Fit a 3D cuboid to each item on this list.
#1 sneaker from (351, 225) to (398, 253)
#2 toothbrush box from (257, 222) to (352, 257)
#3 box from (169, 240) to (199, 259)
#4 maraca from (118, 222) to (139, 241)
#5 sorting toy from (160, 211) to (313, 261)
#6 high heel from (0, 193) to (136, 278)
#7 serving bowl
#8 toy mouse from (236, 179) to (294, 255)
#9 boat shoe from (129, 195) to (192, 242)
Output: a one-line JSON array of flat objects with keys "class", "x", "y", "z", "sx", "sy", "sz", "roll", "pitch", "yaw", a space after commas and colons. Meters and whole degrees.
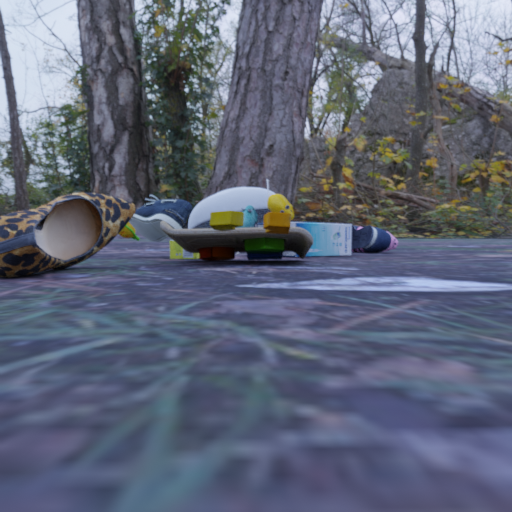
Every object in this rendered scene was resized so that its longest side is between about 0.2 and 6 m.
[{"class": "sneaker", "x": 2.561, "y": -0.310, "z": 12.830, "sx": 0.775, "sy": 0.663, "sz": 1.889, "roll": 17, "pitch": 2, "yaw": -11}, {"class": "toothbrush box", "x": 0.942, "y": -0.317, "z": 10.804, "sx": 1.521, "sy": 0.649, "sz": 1.114, "roll": 0, "pitch": 2, "yaw": -39}, {"class": "box", "x": -1.101, "y": -0.131, "z": 9.980, "sx": 0.518, "sy": 0.345, "sz": 1.375, "roll": 0, "pitch": 2, "yaw": 8}, {"class": "maraca", "x": -3.434, "y": -0.667, "z": 14.934, "sx": 0.574, "sy": 0.448, "sz": 0.837, "roll": 20, "pitch": -22, "yaw": 40}, {"class": "sorting toy", "x": -0.256, "y": -0.188, "z": 7.669, "sx": 2.020, "sy": 0.363, "sz": 2.712, "roll": 3, "pitch": -7, "yaw": 1}, {"class": "high heel", "x": -1.969, "y": -0.294, "z": 6.189, "sx": 1.685, "sy": 0.844, "sz": 2.363, "roll": -7, "pitch": 13, "yaw": 46}, {"class": "serving bowl", "x": -0.501, "y": -1.104, "z": 13.507, "sx": 2.424, "sy": 0.797, "sz": 2.424, "roll": -12, "pitch": -11, "yaw": -2}, {"class": "toy mouse", "x": 0.101, "y": -0.515, "z": 10.041, "sx": 1.345, "sy": 1.514, "sz": 0.293, "roll": -40, "pitch": -24, "yaw": 0}, {"class": "boat shoe", "x": -1.759, "y": -0.711, "z": 10.061, "sx": 0.733, "sy": 0.605, "sz": 1.957, "roll": 43, "pitch": -21, "yaw": -21}]
